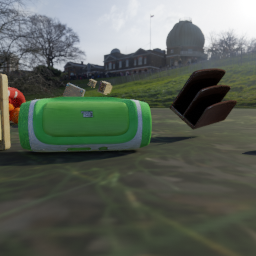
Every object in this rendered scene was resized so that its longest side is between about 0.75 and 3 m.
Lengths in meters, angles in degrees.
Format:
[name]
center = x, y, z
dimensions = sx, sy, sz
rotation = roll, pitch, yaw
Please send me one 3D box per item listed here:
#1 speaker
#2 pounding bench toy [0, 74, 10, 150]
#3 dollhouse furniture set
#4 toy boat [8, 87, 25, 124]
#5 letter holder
[speaker]
center = -0.760, -0.056, 5.207
dimensions = 2.278, 1.007, 1.007
rotation = -1, 5, -9
[pounding bench toy]
center = -3.579, -0.267, 4.984
dimensions = 2.330, 1.447, 1.817
rotation = 1, 5, 14
[dollhouse furniture set]
center = -2.145, -1.579, 14.075
dimensions = 2.287, 2.159, 1.492
rotation = 23, 10, 12
[toy boat]
center = -5.153, -0.778, 12.042
dimensions = 1.707, 1.705, 2.612
rotation = 31, 7, 1
[letter holder]
center = 2.166, -0.816, 7.318
dimensions = 1.753, 1.246, 0.882
rotation = -13, 51, -46
